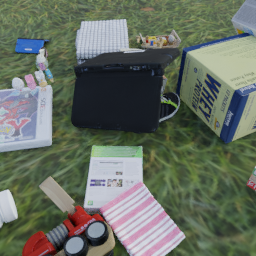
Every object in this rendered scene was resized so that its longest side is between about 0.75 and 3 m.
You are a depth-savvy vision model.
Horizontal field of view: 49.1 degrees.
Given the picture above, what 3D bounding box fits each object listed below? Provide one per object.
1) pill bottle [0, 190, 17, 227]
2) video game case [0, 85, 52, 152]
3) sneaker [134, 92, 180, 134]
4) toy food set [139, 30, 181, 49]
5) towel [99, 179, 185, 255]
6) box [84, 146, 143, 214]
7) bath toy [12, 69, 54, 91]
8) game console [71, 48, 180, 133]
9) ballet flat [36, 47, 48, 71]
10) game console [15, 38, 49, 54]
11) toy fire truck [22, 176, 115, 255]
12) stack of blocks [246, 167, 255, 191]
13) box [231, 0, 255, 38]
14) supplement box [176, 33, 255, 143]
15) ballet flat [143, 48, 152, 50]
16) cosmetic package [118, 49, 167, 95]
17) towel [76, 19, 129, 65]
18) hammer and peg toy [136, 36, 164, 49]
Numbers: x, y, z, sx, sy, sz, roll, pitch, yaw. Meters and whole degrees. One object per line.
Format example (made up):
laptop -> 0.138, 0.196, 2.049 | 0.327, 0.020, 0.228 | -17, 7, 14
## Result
pill bottle -> -3.235, 1.917, 6.080 | 1.435, 0.816, 0.816 | -18, 47, -17
video game case -> -3.891, -0.324, 8.721 | 2.969, 0.341, 2.705 | -8, 45, -8
sneaker -> 0.870, -0.655, 8.628 | 0.811, 0.937, 2.262 | 33, 53, 29
toy food set -> 1.385, -3.942, 12.323 | 1.610, 0.486, 1.155 | -7, 45, -7
towel -> 0.288, 2.048, 6.049 | 1.178, 0.241, 1.610 | -33, 66, -17
box -> -0.306, 1.258, 7.110 | 1.391, 0.350, 1.927 | 1, 46, 1
bath toy -> -3.094, -1.499, 9.131 | 1.271, 0.470, 0.553 | -19, 85, -13
game console -> -0.085, -1.261, 8.590 | 2.941, 1.712, 2.587 | 5, 30, 28
ballet flat -> -3.436, -2.804, 11.161 | 0.470, 0.484, 1.361 | -6, 45, -8
game console -> -4.147, -3.577, 12.223 | 1.175, 0.695, 1.003 | 4, 76, 5
toy fire truck -> -1.434, 2.103, 5.772 | 1.670, 1.221, 1.897 | -29, 40, -25
stack of blocks -> 3.773, 1.396, 6.499 | 1.702, 0.980, 0.499 | 34, 53, 30
box -> 5.089, -3.440, 10.038 | 1.428, 2.817, 1.585 | -53, 54, 9
supplement box -> 3.401, -1.378, 8.756 | 2.666, 1.790, 2.663 | -19, 47, -19
ballet flat -> 0.698, -3.032, 11.484 | 1.195, 0.430, 0.430 | -19, 47, -17
cosmetic package -> 0.395, -1.906, 9.818 | 1.067, 0.900, 2.064 | -6, 43, -24
towel -> -1.019, -3.358, 11.355 | 2.084, 1.077, 2.517 | -4, 46, -2
hammer and peg toy -> 0.850, -3.509, 11.679 | 1.171, 0.413, 0.862 | 8, 39, 10
